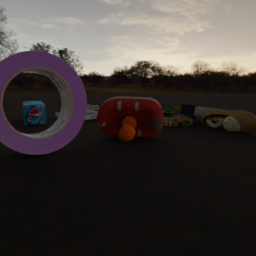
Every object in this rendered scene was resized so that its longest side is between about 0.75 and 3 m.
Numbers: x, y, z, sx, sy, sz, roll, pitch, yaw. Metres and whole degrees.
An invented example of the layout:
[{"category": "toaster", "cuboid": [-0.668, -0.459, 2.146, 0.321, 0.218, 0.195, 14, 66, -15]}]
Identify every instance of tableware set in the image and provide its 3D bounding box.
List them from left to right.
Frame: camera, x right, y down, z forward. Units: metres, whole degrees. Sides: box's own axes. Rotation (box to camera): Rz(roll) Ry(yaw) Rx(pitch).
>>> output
[{"category": "tableware set", "cuboid": [2.153, -0.538, 12.463, 1.420, 0.323, 2.108, 3, 21, 6]}]

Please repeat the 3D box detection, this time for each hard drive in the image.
[{"category": "hard drive", "cuboid": [3.862, -0.731, 13.375, 2.504, 0.530, 1.689, 6, 7, -19]}]

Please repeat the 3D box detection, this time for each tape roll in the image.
[{"category": "tape roll", "cuboid": [-2.368, -0.628, 7.150, 2.539, 2.539, 0.833, -6, 9, -33]}]

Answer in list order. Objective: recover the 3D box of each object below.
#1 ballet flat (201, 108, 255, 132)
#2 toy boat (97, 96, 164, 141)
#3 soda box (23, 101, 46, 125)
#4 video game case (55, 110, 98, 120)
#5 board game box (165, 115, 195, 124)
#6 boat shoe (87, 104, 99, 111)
[{"category": "ballet flat", "cuboid": [3.852, -0.214, 10.912, 0.829, 0.903, 2.632, -32, 16, -14]}, {"category": "toy boat", "cuboid": [0.016, -0.140, 9.077, 2.191, 1.430, 1.432, 2, 39, 14]}, {"category": "soda box", "cuboid": [-4.514, -0.773, 13.386, 0.952, 0.900, 2.806, -3, 9, -20]}, {"category": "video game case", "cuboid": [-2.406, -0.707, 14.990, 2.252, 0.267, 2.050, 9, 13, 41]}, {"category": "board game box", "cuboid": [2.455, -0.419, 13.159, 1.192, 0.267, 0.801, -6, 11, -32]}, {"category": "boat shoe", "cuboid": [-2.461, -1.288, 18.387, 1.247, 0.449, 0.387, -2, -14, -46]}]
